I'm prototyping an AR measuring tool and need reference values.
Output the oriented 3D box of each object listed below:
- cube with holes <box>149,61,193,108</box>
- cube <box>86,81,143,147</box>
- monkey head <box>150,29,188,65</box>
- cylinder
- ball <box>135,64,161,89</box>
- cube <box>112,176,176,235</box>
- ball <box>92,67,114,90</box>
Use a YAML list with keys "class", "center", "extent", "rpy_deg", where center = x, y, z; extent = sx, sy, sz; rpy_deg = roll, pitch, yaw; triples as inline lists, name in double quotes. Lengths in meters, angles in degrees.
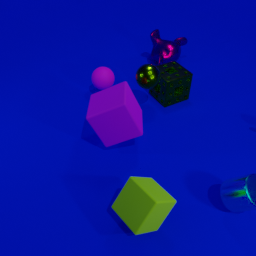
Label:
- class: "cube with holes"
  center: [1.342, -1.422, 8.991]
  extent: [0.958, 0.958, 0.958]
  rpy_deg: [-20, 45, -21]
- class: "cube"
  center: [-0.309, -0.350, 7.198]
  extent: [1.059, 1.059, 1.059]
  rpy_deg: [-19, 36, 16]
- class: "monkey head"
  center: [1.403, -3.036, 10.543]
  extent: [1.096, 1.309, 1.820]
  rpy_deg: [21, 57, 41]
- class: "cylinder"
  center: [2.407, 1.344, 5.778]
  extent: [0.702, 0.702, 0.702]
  rpy_deg: [11, 66, -25]
- class: "ball"
  center: [0.588, -1.508, 8.215]
  extent: [0.747, 0.747, 0.747]
  rpy_deg: [0, 42, 0]
- class: "cube"
  center: [0.318, 1.521, 5.593]
  extent: [0.783, 0.783, 0.783]
  rpy_deg: [39, 14, 36]
- class: "ball"
  center: [-0.808, -1.605, 9.064]
  extent: [0.735, 0.735, 0.735]
  rpy_deg: [0, 42, 0]
